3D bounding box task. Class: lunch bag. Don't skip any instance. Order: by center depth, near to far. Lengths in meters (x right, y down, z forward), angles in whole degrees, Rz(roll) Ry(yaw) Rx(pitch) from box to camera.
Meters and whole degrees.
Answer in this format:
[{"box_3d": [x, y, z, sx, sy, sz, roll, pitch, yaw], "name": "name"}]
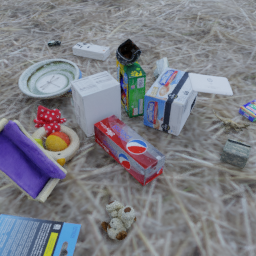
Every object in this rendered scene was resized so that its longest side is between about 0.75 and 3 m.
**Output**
[{"box_3d": [4.089, 0.837, 10.511, 0.913, 0.655, 1.114, 20, 41, 21], "name": "lunch bag"}]

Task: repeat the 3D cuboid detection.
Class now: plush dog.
[{"box_3d": [-0.244, 2.849, 8.377, 1.136, 0.912, 0.976, 5, 50, 49], "name": "plush dog"}]

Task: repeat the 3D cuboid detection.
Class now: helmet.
[{"box_3d": [-0.013, -2.970, 11.226, 0.944, 0.991, 0.991, -43, 45, 14], "name": "helmet"}]

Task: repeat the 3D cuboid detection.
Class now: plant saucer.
[{"box_3d": [-3.583, -2.153, 13.042, 2.800, 0.703, 2.800, -3, 48, 4], "name": "plant saucer"}]

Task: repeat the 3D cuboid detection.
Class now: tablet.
[{"box_3d": [2.937, -1.572, 9.990, 1.493, 0.102, 0.971, 6, 48, -9], "name": "tablet"}]

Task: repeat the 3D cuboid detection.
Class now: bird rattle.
[{"box_3d": [-2.964, 0.486, 10.755, 2.286, 1.579, 2.803, 24, 34, 8], "name": "bird rattle"}]

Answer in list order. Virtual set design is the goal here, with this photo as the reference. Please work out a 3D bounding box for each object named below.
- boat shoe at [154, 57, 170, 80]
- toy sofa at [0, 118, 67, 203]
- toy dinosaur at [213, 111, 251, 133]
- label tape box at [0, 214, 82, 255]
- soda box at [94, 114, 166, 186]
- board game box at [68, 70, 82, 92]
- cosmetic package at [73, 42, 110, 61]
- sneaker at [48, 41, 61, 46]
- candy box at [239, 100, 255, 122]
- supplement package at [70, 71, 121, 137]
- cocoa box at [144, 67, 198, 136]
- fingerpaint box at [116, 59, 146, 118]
[{"box_3d": [1.740, -2.817, 14.478, 0.790, 0.774, 2.218, -13, 43, 19], "name": "boat shoe"}, {"box_3d": [-3.234, 1.044, 8.539, 1.302, 2.668, 1.105, -10, 37, 41], "name": "toy sofa"}, {"box_3d": [4.277, -0.186, 11.857, 1.678, 0.488, 0.848, 22, 31, 12], "name": "toy dinosaur"}, {"box_3d": [-2.612, 3.426, 7.612, 2.432, 0.770, 1.754, 6, 43, 6], "name": "label tape box"}, {"box_3d": [-0.029, 0.735, 10.384, 1.035, 0.937, 2.956, -29, 49, -29], "name": "soda box"}, {"box_3d": [-3.560, -2.192, 13.902, 2.667, 0.519, 2.107, -9, 48, -2], "name": "board game box"}, {"box_3d": [-2.140, -4.492, 16.336, 2.017, 0.511, 0.833, 14, 46, 15], "name": "cosmetic package"}, {"box_3d": [-4.566, -5.300, 17.353, 0.831, 0.323, 0.359, -8, 40, -9], "name": "sneaker"}, {"box_3d": [5.586, -0.773, 12.428, 0.975, 0.375, 0.824, -24, 49, -22], "name": "candy box"}, {"box_3d": [-1.243, -0.966, 11.375, 1.620, 2.080, 1.153, -22, 47, -22], "name": "supplement package"}, {"box_3d": [1.868, -1.201, 11.943, 1.621, 1.648, 2.471, 19, 46, 19], "name": "cocoa box"}, {"box_3d": [0.098, -1.829, 12.264, 0.784, 2.136, 1.782, -13, 45, -14], "name": "fingerpaint box"}]
